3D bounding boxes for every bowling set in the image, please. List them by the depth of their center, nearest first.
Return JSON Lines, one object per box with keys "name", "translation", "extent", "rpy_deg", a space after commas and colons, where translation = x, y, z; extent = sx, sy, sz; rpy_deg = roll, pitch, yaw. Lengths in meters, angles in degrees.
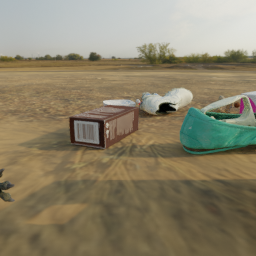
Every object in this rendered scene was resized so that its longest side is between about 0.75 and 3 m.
{"name": "bowling set", "translation": [3.278, -0.674, 9.259], "extent": [0.711, 0.548, 1.022], "rpy_deg": [23, 17, 11]}

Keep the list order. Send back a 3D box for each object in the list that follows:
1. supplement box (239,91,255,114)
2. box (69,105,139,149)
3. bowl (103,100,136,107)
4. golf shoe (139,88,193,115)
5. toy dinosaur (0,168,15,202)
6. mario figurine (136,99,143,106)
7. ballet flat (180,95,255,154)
{"name": "supplement box", "translation": [4.107, -0.674, 8.359], "extent": [1.591, 0.805, 0.822], "rpy_deg": [-12, 18, -40]}
{"name": "box", "translation": [-0.476, -0.094, 6.379], "extent": [0.876, 0.655, 1.749], "rpy_deg": [6, 17, 25]}
{"name": "bowl", "translation": [-0.304, -0.698, 9.373], "extent": [0.990, 0.370, 0.989], "rpy_deg": [-4, 14, -18]}
{"name": "golf shoe", "translation": [1.443, -0.758, 9.273], "extent": [2.081, 0.815, 1.012], "rpy_deg": [-13, 35, -25]}
{"name": "toy dinosaur", "translation": [-1.838, 0.884, 2.536], "extent": [2.748, 0.652, 1.211], "rpy_deg": [2, 20, 24]}
{"name": "mario figurine", "translation": [0.660, -0.948, 10.057], "extent": [0.579, 0.497, 0.939], "rpy_deg": [-37, 11, -5]}
{"name": "ballet flat", "translation": [2.481, -0.124, 5.545], "extent": [2.994, 1.054, 1.008], "rpy_deg": [-3, 22, -13]}
